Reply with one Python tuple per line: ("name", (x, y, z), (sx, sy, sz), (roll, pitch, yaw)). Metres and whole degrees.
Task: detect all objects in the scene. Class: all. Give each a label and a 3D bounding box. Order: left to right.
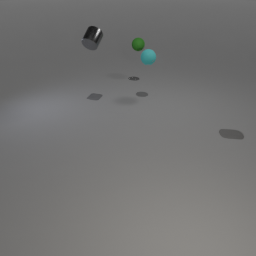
("cylinder", (-1.460, -3.681, 11.489), (0.700, 0.700, 0.700), (12, 67, 21))
("ball", (0.549, -4.464, 14.961), (0.700, 0.700, 0.700), (0, 28, 0))
("ball", (0.923, -3.218, 12.726), (0.700, 0.700, 0.700), (0, 28, 0))
